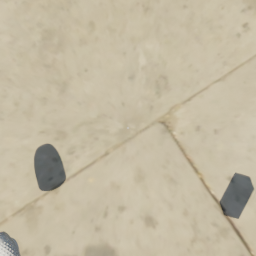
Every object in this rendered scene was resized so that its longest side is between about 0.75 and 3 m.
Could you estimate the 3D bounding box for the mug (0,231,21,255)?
[{"bbox_3d":[-2.052,2.148,4.534,0.731,0.990,0.868,-18,84,6],"label":"mug"}]
